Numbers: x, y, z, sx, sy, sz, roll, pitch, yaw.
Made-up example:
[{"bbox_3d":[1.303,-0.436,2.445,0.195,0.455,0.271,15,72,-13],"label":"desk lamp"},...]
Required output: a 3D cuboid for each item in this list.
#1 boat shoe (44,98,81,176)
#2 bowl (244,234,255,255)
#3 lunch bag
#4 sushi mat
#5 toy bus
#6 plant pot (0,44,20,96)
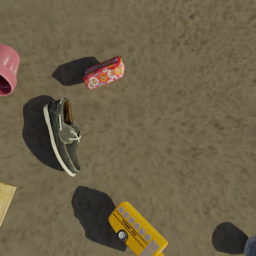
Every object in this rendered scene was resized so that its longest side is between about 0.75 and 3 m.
[{"bbox_3d":[-1.690,0.220,7.744,0.747,0.794,2.210,-21,75,8],"label":"boat shoe"},{"bbox_3d":[3.416,3.143,7.046,0.390,0.830,0.830,33,76,-25],"label":"bowl"},{"bbox_3d":[-0.687,-1.635,8.135,1.190,1.048,0.488,-18,119,16],"label":"lunch bag"},{"bbox_3d":[-3.696,2.258,7.614,0.769,0.097,1.607,18,77,3],"label":"sushi mat"},{"bbox_3d":[0.328,2.675,6.799,1.808,0.589,0.708,40,91,24],"label":"toy bus"},{"bbox_3d":[-3.679,-1.720,7.958,1.249,1.249,1.118,11,59,3],"label":"plant pot"}]
